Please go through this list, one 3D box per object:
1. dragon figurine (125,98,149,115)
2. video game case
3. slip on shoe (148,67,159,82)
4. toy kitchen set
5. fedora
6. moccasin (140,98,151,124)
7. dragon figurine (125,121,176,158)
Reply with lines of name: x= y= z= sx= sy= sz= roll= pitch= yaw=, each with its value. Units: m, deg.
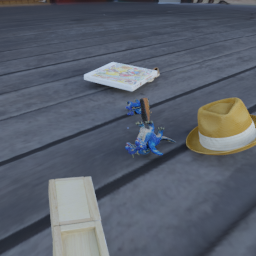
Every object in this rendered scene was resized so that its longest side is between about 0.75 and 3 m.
dragon figurine: x=0.332 y=-0.669 z=8.927 sx=1.210 sy=0.356 sz=0.602 roll=-11 pitch=31 yaw=-35
video game case: x=-0.259 y=-2.064 z=10.927 sx=2.174 sy=0.249 sz=1.979 roll=18 pitch=34 yaw=26
slip on shoe: x=0.992 y=-2.233 z=11.743 sx=0.413 sy=0.329 sz=1.086 roll=22 pitch=38 yaw=30
toy kitchen set: x=-0.426 y=1.490 z=3.551 sx=1.079 sy=1.322 sz=1.193 roll=-1 pitch=40 yaw=-20
fedora: x=2.348 y=-0.168 z=6.900 sx=2.218 sy=0.905 sz=2.218 roll=-19 pitch=17 yaw=6
moccasin: x=0.525 y=-0.492 z=8.096 sx=0.295 sy=0.765 sz=0.280 roll=-11 pitch=-1 yaw=-39
dragon figurine: x=0.540 y=0.388 z=6.667 sx=0.525 sy=0.887 sz=1.783 roll=-4 pitch=-21 yaw=32
